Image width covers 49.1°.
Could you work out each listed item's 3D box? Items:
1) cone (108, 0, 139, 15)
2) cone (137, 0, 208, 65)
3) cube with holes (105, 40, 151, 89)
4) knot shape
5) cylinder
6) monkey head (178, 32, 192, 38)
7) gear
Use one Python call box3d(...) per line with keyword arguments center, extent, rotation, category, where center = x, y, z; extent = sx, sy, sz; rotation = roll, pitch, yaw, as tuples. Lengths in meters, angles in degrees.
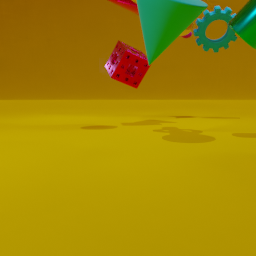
box3d(center=(-0.262, -3.750, 7.596), extent=(1.583, 1.577, 1.577), rotation=(-24, 18, -29), category="cone")
box3d(center=(0.550, -1.680, 4.901), extent=(1.256, 1.261, 1.256), rotation=(12, 33, -8), category="cone")
box3d(center=(-0.008, -1.846, 8.156), extent=(0.879, 0.879, 0.879), rotation=(18, 27, -28), category="cube with holes")
box3d(center=(0.552, -2.605, 5.639), extent=(1.564, 0.772, 1.671), rotation=(49, 2, -46), category="knot shape")
box3d(center=(2.374, -1.961, 5.112), extent=(0.746, 0.746, 0.746), rotation=(-8, -33, -51), category="cylinder")
box3d(center=(1.613, -3.726, 10.453), extent=(1.617, 0.975, 1.163), rotation=(5, -40, -42), category="monkey head")
box3d(center=(3.152, -3.483, 9.968), extent=(1.556, 1.556, 0.288), rotation=(0, 39, 3), category="gear")
